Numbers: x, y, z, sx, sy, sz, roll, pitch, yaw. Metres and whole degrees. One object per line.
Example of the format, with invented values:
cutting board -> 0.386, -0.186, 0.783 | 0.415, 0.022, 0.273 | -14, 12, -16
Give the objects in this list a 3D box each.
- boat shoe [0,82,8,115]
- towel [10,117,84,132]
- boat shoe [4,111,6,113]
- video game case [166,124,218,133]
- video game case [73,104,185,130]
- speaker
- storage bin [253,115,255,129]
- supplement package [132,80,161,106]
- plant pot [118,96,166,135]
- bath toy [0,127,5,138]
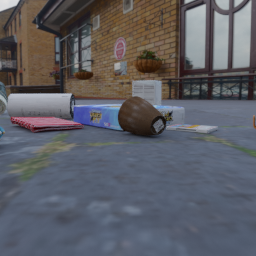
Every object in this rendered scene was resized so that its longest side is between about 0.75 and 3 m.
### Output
boat shoe -> -3.221, -0.381, 5.230 | 2.036, 0.629, 0.741 | -16, -39, 4
towel -> -2.494, -0.129, 8.470 | 1.532, 0.238, 2.119 | -3, 9, -38
boat shoe -> -6.875, -0.925, 13.748 | 1.680, 0.521, 0.605 | -1, 7, -10
video game case -> 1.800, 0.005, 7.868 | 1.194, 0.104, 0.853 | 5, 9, 35
video game case -> -0.036, -0.445, 9.345 | 2.568, 0.644, 2.833 | -6, 9, -38
speaker -> -3.496, -0.881, 11.378 | 2.546, 1.034, 1.034 | 0, 7, 1
storage bin -> 3.831, -0.454, 6.844 | 1.387, 1.280, 1.906 | 3, 7, 25
supplement package -> 1.019, -1.658, 14.937 | 1.265, 1.680, 1.275 | 3, 7, 21
plant pot -> 0.420, -0.201, 6.773 | 0.950, 0.950, 1.016 | -5, 19, -34
bath toy -> -2.709, 0.171, 5.111 | 0.404, 0.475, 1.093 | 37, 5, -4
